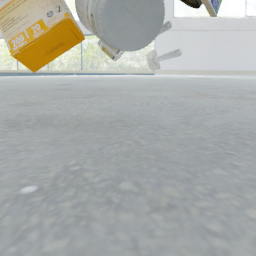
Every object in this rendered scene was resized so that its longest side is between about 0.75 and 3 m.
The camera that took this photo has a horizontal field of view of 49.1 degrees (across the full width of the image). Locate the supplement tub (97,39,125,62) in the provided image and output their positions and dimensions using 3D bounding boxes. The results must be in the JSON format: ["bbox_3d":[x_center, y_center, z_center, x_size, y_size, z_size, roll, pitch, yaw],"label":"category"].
[{"bbox_3d":[-0.618,-3.046,10.511,0.953,0.688,0.688,42,14,-3],"label":"supplement tub"}]

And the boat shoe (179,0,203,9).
[{"bbox_3d":[1.410,-3.557,7.233,1.310,0.479,0.424,30,38,-7],"label":"boat shoe"}]

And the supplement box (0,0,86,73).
[{"bbox_3d":[-2.515,-3.097,7.368,1.728,2.742,1.008,-32,-21,6],"label":"supplement box"}]

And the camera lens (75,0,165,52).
[{"bbox_3d":[-0.275,-2.971,6.956,1.726,1.726,2.158,-6,33,-24],"label":"camera lens"}]

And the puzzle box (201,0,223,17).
[{"bbox_3d":[2.069,-3.491,6.460,0.189,1.490,0.991,18,-1,34],"label":"puzzle box"}]

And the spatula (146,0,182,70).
[{"bbox_3d":[0.757,-2.573,7.818,0.218,1.886,2.712,-20,12,-13],"label":"spatula"}]
